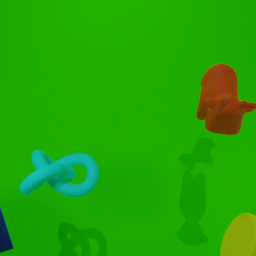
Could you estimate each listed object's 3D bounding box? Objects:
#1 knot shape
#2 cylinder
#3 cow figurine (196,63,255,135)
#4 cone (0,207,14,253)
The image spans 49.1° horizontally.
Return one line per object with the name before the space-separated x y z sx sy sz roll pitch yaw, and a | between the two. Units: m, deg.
knot shape | -1.386 0.830 5.389 1.436 1.344 0.663 -1 101 -33
cylinder | 1.984 1.854 4.069 0.918 0.918 0.918 26 71 1
cow figurine | 1.751 -0.596 5.213 0.876 1.570 1.595 8 73 5
cone | -2.631 1.974 5.161 1.638 1.644 1.638 -13 48 15
